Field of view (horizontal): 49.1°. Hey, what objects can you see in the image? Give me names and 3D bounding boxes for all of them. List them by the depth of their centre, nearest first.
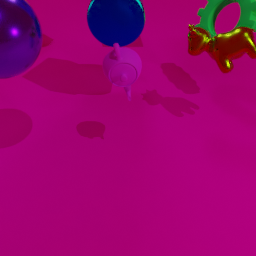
[{"bbox_3d":[-2.056,-1.466,4.359,1.393,1.393,1.393,0,44,0],"label":"ball"},{"bbox_3d":[-0.088,-1.001,4.973,0.710,1.141,0.559,-12,46,5],"label":"teapot"},{"bbox_3d":[1.932,-1.797,5.855,1.320,1.298,0.724,-28,4,30],"label":"cow figurine"},{"bbox_3d":[-0.262,-2.701,6.474,1.265,1.265,1.265,-1,39,-1],"label":"cylinder"},{"bbox_3d":[2.388,-2.620,6.759,0.308,1.663,1.663,3,35,-39],"label":"gear"}]
